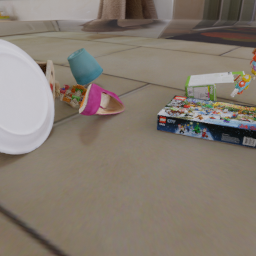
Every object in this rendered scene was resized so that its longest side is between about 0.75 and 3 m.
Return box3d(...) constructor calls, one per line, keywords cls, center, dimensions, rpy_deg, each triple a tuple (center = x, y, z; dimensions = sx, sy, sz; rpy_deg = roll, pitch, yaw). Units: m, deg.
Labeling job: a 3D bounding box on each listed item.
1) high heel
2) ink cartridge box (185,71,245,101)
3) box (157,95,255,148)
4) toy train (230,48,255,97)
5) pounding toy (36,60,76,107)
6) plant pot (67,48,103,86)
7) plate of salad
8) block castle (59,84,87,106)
box3d(cls="high heel", center=(-0.670, -0.667, 8.408), dimensions=(1.304, 0.916, 2.719), rpy_deg=(24, 6, -6))
box3d(cls="ink cartridge box", center=(3.184, -1.463, 10.216), dimensions=(2.049, 0.776, 1.515), rpy_deg=(-2, 23, 18))
box3d(cls="box", center=(2.499, -0.295, 8.484), dimensions=(2.804, 0.528, 1.915), rpy_deg=(11, 28, 21))
box3d(cls="toy train", center=(3.438, -1.660, 8.024), dimensions=(1.207, 1.607, 0.447), rpy_deg=(-13, 53, -48))
box3d(cls="pounding toy", center=(-2.624, -1.407, 9.476), dimensions=(1.615, 1.610, 2.815), rpy_deg=(0, 26, -6))
box3d(cls="plant pot", center=(-1.886, -2.610, 11.738), dimensions=(1.273, 1.196, 1.273), rpy_deg=(-24, 30, 15))
box3d(cls="plate of salad", center=(-3.025, -0.771, 7.051), dimensions=(0.707, 2.945, 2.945), rpy_deg=(-14, 18, 28))
box3d(cls="block castle", center=(-1.799, -1.200, 9.973), dimensions=(1.175, 0.551, 0.785), rpy_deg=(16, 21, -6))
